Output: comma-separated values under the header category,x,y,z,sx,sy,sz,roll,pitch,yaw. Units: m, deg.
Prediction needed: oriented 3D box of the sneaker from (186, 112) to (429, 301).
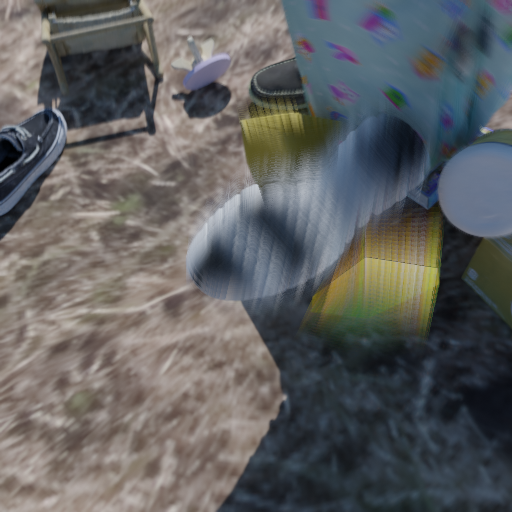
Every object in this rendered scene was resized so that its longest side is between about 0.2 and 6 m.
category,x,y,z,sx,sy,sz,roll,pitch,yaw
sneaker,0.568,-0.428,6.408,3.105,1.258,1.167,-32,87,-21

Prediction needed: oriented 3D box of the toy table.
category,x,y,z,sx,sy,sz,roll,pitch,yaw
toy table,-1.015,-3.490,10.162,0.967,0.889,0.566,-31,78,-19

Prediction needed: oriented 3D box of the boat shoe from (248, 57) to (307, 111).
category,x,y,z,sx,sy,sz,roll,pitch,yaw
boat shoe,1.237,-3.278,9.785,2.808,0.923,1.003,-9,73,-4

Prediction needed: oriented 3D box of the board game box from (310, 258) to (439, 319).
category,x,y,z,sx,sy,sz,roll,pitch,yaw
board game box,1.132,0.380,5.744,0.733,1.534,0.230,8,67,-12

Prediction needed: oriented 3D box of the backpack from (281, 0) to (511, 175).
category,x,y,z,sx,sy,sz,roll,pitch,yaw
backpack,1.949,-3.087,7.279,2.625,4.148,3.461,-40,56,-13

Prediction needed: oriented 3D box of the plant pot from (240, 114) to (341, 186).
category,x,y,z,sx,sy,sz,roll,pitch,yaw
plant pot,0.470,-1.346,7.740,1.005,1.028,0.998,-18,28,-34

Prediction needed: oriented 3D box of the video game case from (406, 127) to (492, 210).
category,x,y,z,sx,sy,sz,roll,pitch,yaw
video game case,2.687,-1.685,8.919,1.600,0.364,1.451,-42,57,-11

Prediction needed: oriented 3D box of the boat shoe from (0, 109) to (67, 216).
category,x,y,z,sx,sy,sz,roll,pitch,yaw
boat shoe,-3.822,-1.688,8.922,0.817,0.772,2.277,18,58,12

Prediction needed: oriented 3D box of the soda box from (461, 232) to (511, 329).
category,x,y,z,sx,sy,sz,roll,pitch,yaw
soda box,4.271,0.957,6.947,1.146,1.083,3.384,-28,59,-17

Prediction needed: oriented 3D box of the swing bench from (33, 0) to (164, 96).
category,x,y,z,sx,sy,sz,roll,pitch,yaw
swing bench,-2.913,-4.180,10.326,1.923,1.254,1.934,-16,57,-10

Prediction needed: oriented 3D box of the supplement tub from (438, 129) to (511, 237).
category,x,y,z,sx,sy,sz,roll,pitch,yaw
supplement tub,3.065,-0.976,7.078,1.137,1.137,1.572,33,35,20
